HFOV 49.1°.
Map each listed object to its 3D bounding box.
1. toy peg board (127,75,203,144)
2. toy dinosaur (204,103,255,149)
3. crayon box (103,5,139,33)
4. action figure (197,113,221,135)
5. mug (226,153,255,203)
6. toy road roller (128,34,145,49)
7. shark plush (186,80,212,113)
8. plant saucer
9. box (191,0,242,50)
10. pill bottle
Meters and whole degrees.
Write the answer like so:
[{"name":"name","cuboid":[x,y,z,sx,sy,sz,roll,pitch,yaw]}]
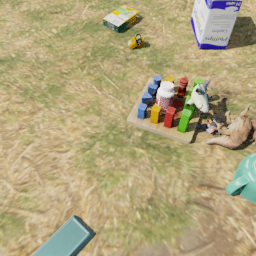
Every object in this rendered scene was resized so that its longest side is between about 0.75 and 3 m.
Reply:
[{"name":"toy peg board","cuboid":[1.526,-1.025,10.264,2.413,1.185,2.424,19,56,13]},{"name":"toy dinosaur","cuboid":[3.841,0.177,9.610,2.263,0.971,1.534,-36,98,-5]},{"name":"crayon box","cuboid":[-0.340,-5.455,13.970,1.020,0.418,1.622,34,61,22]},{"name":"action figure","cuboid":[2.959,-0.146,10.086,0.872,0.456,0.844,15,48,11]},{"name":"mug","cuboid":[3.977,1.552,8.456,1.401,1.055,1.706,31,60,21]},{"name":"toy road roller","cuboid":[0.431,-3.892,12.882,0.751,0.548,0.462,-28,49,26]},{"name":"shark plush","cuboid":[2.502,-1.089,9.445,0.685,0.747,1.644,27,33,4]},{"name":"plant saucer","cuboid":[-2.141,3.540,7.529,0.911,0.247,2.604,36,61,23]},{"name":"box","cuboid":[3.804,-5.149,12.492,1.274,2.429,2.234,-2,54,-1]},{"name":"pill bottle","cuboid":[1.327,-1.090,9.980,0.604,1.070,0.604,4,42,-3]}]
